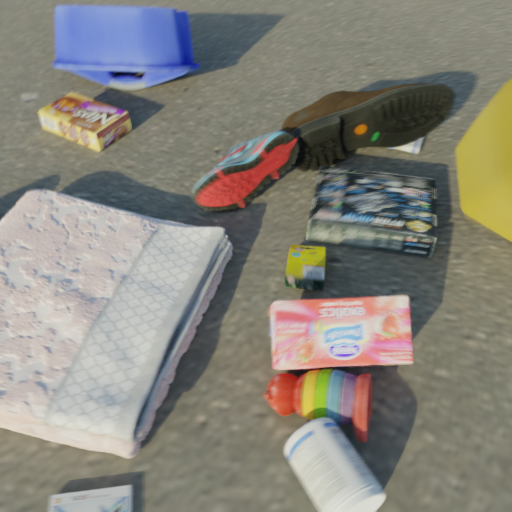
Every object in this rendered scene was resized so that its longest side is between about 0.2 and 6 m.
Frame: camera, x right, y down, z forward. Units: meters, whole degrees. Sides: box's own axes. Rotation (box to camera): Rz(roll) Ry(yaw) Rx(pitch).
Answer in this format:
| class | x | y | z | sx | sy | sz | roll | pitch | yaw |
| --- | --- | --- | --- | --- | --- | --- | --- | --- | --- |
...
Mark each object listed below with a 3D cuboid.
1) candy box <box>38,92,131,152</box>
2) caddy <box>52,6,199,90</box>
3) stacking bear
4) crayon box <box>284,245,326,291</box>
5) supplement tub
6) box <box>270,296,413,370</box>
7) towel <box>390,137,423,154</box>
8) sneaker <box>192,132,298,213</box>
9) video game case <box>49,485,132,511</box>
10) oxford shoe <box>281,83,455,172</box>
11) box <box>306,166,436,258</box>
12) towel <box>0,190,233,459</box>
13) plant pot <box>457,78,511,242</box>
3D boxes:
| class | x | y | z | sx | sy | sz | roll | pitch | yaw |
| --- | --- | --- | --- | --- | --- | --- | --- | --- | --- |
| candy box | -3.665 | -2.889 | 11.999 | 1.711 | 0.483 | 0.998 | 24 | 49 | 24 |
| caddy | -3.045 | -4.818 | 13.102 | 3.422 | 1.796 | 2.419 | 3 | 22 | 6 |
| stacking bear | 0.766 | 1.781 | 7.045 | 1.289 | 0.733 | 0.782 | 2 | 20 | 17 |
| crayon box | 0.799 | 0.170 | 8.934 | 0.608 | 0.243 | 0.958 | 6 | 33 | 7 |
| supplement tub | 0.864 | 2.452 | 6.344 | 0.700 | 0.700 | 1.061 | -20 | 48 | -19 |
| box | 1.090 | 1.037 | 7.472 | 1.764 | 0.835 | 0.905 | -1 | 81 | -2 |
| towel | 2.728 | -2.701 | 12.011 | 1.758 | 0.209 | 1.291 | 13 | 48 | 16 |
| sneaker | -0.279 | -1.562 | 10.437 | 2.188 | 0.868 | 1.045 | -32 | 30 | -13 |
| video game case | -1.835 | 3.063 | 6.131 | 0.908 | 0.110 | 0.996 | -5 | 44 | -5 |
| oxford shoe | 2.197 | -2.918 | 11.263 | 3.578 | 1.300 | 1.510 | -14 | 45 | -6 |
| box | 2.043 | -0.830 | 9.841 | 2.124 | 0.489 | 1.688 | 8 | 43 | 8 |
| towel | -2.739 | 0.638 | 8.251 | 3.905 | 0.659 | 4.088 | 11 | 44 | 11 |
| plant pot | 4.508 | -1.411 | 8.924 | 2.225 | 1.962 | 2.225 | 25 | 55 | -23 |
